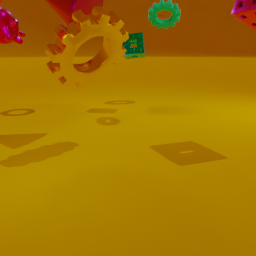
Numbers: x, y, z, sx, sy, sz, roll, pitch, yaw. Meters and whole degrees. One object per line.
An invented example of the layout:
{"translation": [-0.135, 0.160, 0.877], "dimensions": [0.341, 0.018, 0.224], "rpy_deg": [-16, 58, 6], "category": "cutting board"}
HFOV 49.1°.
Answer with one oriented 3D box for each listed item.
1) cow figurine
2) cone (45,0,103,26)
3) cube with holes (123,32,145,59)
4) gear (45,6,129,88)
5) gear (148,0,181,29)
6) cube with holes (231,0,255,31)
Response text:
{"translation": [-2.324, -2.278, 4.733], "dimensions": [1.581, 1.607, 0.882], "rpy_deg": [27, 29, -28], "category": "cow figurine"}
{"translation": [-1.592, -3.128, 6.935], "dimensions": [1.461, 1.455, 1.455], "rpy_deg": [23, 21, 12], "category": "cone"}
{"translation": [0.229, -3.108, 10.655], "dimensions": [0.773, 0.773, 0.773], "rpy_deg": [-4, 2, 6], "category": "cube with holes"}
{"translation": [-0.854, -1.683, 6.111], "dimensions": [1.862, 1.862, 0.344], "rpy_deg": [-15, 58, -43], "category": "gear"}
{"translation": [1.561, -4.867, 12.070], "dimensions": [1.357, 0.251, 1.357], "rpy_deg": [3, -27, 1], "category": "gear"}
{"translation": [3.178, -2.772, 5.884], "dimensions": [1.152, 1.152, 1.152], "rpy_deg": [18, 3, -28], "category": "cube with holes"}
